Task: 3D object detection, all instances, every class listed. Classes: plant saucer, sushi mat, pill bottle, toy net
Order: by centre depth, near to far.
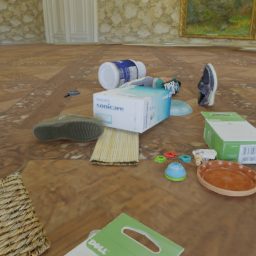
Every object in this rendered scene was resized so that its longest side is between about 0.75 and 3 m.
[{"bbox_3d":[2.482,1.255,7.001,1.498,0.242,1.498,1,22,0],"label":"plant saucer"},{"bbox_3d":[1.659,0.912,7.774,1.850,0.357,0.970,-12,22,-31],"label":"toy net"},{"bbox_3d":[-0.341,0.454,9.085,1.378,0.174,2.881,2,21,2],"label":"sushi mat"},{"bbox_3d":[2.034,-0.983,12.551,1.736,0.334,1.736,0,21,0],"label":"plant saucer"},{"bbox_3d":[-0.249,-3.222,16.554,1.548,1.548,2.788,19,27,39],"label":"pill bottle"}]

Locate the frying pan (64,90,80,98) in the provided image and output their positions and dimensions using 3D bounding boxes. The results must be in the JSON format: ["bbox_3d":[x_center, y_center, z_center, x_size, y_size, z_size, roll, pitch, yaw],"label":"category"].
[{"bbox_3d":[-3.111,-1.851,14.987,1.168,0.190,0.707,-15,26,-41],"label":"frying pan"}]

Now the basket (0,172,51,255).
[{"bbox_3d":[-2.695,1.894,4.840,2.027,1.510,1.446,-22,-2,-44],"label":"basket"}]

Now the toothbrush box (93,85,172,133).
[{"bbox_3d":[0.255,-0.857,10.786,2.040,1.188,2.786,10,18,25],"label":"toothbrush box"}]

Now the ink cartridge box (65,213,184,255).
[{"bbox_3d":[-0.415,2.263,3.773,1.256,0.717,2.419,18,28,37],"label":"ink cartridge box"}]

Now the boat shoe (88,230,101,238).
[{"bbox_3d":[-0.146,2.091,4.700,1.331,0.471,0.424,9,-11,42],"label":"boat shoe"}]

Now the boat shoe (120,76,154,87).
[{"bbox_3d":[0.502,-2.158,14.604,0.882,0.993,2.699,1,9,36],"label":"boat shoe"}]

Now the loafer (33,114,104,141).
[{"bbox_3d":[-1.963,-0.088,9.398,2.351,0.894,0.793,0,35,1],"label":"loafer"}]

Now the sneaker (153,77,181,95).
[{"bbox_3d":[2.055,-2.176,14.616,1.133,1.012,2.836,4,20,21],"label":"sneaker"}]

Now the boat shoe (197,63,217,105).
[{"bbox_3d":[3.440,-1.812,12.403,0.728,2.248,0.808,-16,50,-1],"label":"boat shoe"}]

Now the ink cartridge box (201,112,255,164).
[{"bbox_3d":[3.215,0.224,8.885,1.322,0.755,2.546,0,22,-1],"label":"ink cartridge box"}]
